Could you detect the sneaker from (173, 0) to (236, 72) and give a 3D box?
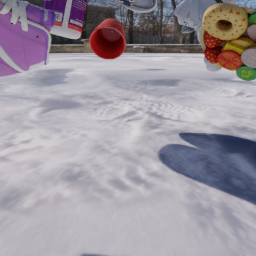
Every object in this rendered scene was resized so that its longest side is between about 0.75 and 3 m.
[{"bbox_3d":[2.141,-2.825,8.113,1.599,2.782,1.045,4,-21,30],"label":"sneaker"}]

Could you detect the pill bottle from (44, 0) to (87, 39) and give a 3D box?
[{"bbox_3d":[-1.993,-4.209,9.110,1.325,2.357,1.325,14,12,-3],"label":"pill bottle"}]

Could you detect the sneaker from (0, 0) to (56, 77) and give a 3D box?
[{"bbox_3d":[-2.103,-2.070,4.364,1.704,2.989,1.083,-8,60,2],"label":"sneaker"}]

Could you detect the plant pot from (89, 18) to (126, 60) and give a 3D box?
[{"bbox_3d":[-0.623,-3.151,9.688,1.239,1.239,1.096,2,42,7],"label":"plant pot"}]

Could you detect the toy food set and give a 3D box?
[{"bbox_3d":[2.017,-1.543,5.108,1.511,1.527,0.371,25,66,12],"label":"toy food set"}]

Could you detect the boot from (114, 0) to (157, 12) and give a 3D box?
[{"bbox_3d":[-0.057,-4.414,9.207,2.295,0.835,1.037,14,21,-12],"label":"boot"}]
